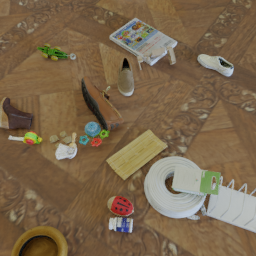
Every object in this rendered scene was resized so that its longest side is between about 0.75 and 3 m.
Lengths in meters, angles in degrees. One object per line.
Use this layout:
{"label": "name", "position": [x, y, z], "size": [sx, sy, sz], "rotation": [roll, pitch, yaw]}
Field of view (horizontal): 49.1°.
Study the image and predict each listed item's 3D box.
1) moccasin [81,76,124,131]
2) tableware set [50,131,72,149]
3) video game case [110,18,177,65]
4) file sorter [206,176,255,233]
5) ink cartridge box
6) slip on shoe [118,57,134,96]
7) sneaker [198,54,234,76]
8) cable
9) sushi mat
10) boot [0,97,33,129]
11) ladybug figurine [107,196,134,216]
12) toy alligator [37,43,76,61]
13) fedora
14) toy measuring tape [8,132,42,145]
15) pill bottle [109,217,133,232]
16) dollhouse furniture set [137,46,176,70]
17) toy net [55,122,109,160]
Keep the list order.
{"label": "moccasin", "position": [-1.119, -1.154, 11.753], "size": [1.068, 1.012, 2.767], "rotation": [-25, 58, -22]}
{"label": "tableware set", "position": [-2.694, 0.465, 11.253], "size": [0.830, 0.096, 0.693], "rotation": [-30, 62, -18]}
{"label": "video game case", "position": [0.768, -4.480, 14.317], "size": [2.843, 0.256, 2.035], "rotation": [38, 65, 21]}
{"label": "file sorter", "position": [3.710, 2.500, 9.370], "size": [1.736, 1.081, 1.205], "rotation": [17, 59, 11]}
{"label": "ink cartridge box", "position": [2.248, 1.771, 9.226], "size": [1.471, 0.436, 0.764], "rotation": [5, 66, 22]}
{"label": "slip on shoe", "position": [-0.089, -2.370, 12.757], "size": [0.754, 0.601, 1.984], "rotation": [2, 57, 1]}
{"label": "sneaker", "position": [4.167, -3.126, 13.220], "size": [1.796, 0.636, 0.656], "rotation": [30, 62, 18]}
{"label": "cable", "position": [1.662, 2.046, 9.843], "size": [2.164, 0.749, 2.164], "rotation": [1, 57, 1]}
{"label": "sushi mat", "position": [0.348, 0.995, 10.881], "size": [2.284, 0.138, 1.093], "rotation": [-35, 64, -20]}
{"label": "boot", "position": [-4.680, -0.606, 11.787], "size": [1.307, 0.569, 1.572], "rotation": [3, 55, -13]}
{"label": "ladybug figurine", "position": [-0.251, 2.680, 9.680], "size": [0.966, 0.348, 0.656], "rotation": [16, 59, 10]}
{"label": "toy alligator", "position": [-3.457, -3.595, 13.663], "size": [1.922, 0.462, 0.637], "rotation": [17, 85, 0]}
{"label": "fedora", "position": [-2.663, 3.935, 8.653], "size": [1.793, 0.731, 1.793], "rotation": [-4, 58, 7]}
{"label": "toy measuring tape", "position": [-4.098, 0.360, 11.088], "size": [1.410, 0.519, 0.519], "rotation": [7, 58, 4]}
{"label": "pill bottle", "position": [-0.236, 3.205, 9.296], "size": [0.759, 0.439, 0.439], "rotation": [4, 58, 4]}
{"label": "dollhouse furniture set", "position": [1.343, -3.222, 13.064], "size": [1.692, 0.877, 0.749], "rotation": [-15, 94, -2]}
{"label": "toy net", "position": [-1.806, 0.630, 10.987], "size": [1.149, 0.423, 2.189], "rotation": [41, 68, 20]}
